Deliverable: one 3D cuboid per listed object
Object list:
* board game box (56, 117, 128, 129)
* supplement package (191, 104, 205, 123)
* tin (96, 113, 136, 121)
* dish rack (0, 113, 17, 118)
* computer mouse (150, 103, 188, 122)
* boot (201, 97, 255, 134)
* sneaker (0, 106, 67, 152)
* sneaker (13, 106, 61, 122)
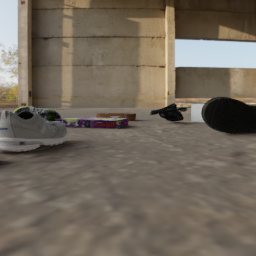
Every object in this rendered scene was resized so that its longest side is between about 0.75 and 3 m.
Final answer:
[{"bbox_3d":[-1.571,-0.257,12.573,2.822,0.456,1.694,2,10,18],"label":"board game box"},{"bbox_3d":[4.301,-0.806,15.122,1.325,0.974,1.267,-5,7,-45],"label":"supplement package"},{"bbox_3d":[-0.698,-0.674,16.665,2.384,0.499,1.335,0,1,4],"label":"tin"},{"bbox_3d":[-5.296,-0.334,11.700,1.978,0.704,2.579,6,8,44],"label":"dish rack"},{"bbox_3d":[2.359,-0.861,14.157,1.669,0.547,2.376,-13,-17,39],"label":"computer mouse"},{"bbox_3d":[3.610,-0.525,10.583,3.147,1.184,2.353,9,8,-22],"label":"boot"},{"bbox_3d":[-2.208,-0.052,6.924,0.907,0.996,2.428,1,5,13],"label":"sneaker"},{"bbox_3d":[-4.423,-0.607,13.808,2.445,0.903,0.989,-7,12,-42],"label":"sneaker"}]
